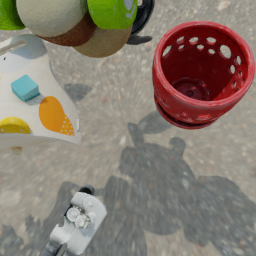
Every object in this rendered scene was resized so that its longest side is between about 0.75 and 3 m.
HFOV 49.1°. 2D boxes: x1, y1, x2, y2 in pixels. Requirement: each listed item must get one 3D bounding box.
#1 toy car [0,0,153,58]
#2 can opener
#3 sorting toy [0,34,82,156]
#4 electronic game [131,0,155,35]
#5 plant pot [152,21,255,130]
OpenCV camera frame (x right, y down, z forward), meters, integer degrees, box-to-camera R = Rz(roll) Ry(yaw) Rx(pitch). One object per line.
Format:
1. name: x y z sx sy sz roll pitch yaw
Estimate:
1. toy car: -0.525 -2.023 4.631 2.112 2.571 2.029 8 84 22
2. can opener: -0.706 1.336 3.001 0.393 0.497 1.495 31 89 5
3. sorting toy: -1.915 -0.523 4.243 2.090 1.116 1.881 -14 66 13
4. electronic game: -0.093 -2.512 5.688 1.539 1.539 0.320 -29 49 -14
5. plant pot: 1.015 -0.703 4.310 1.380 1.256 1.380 1 71 -2
